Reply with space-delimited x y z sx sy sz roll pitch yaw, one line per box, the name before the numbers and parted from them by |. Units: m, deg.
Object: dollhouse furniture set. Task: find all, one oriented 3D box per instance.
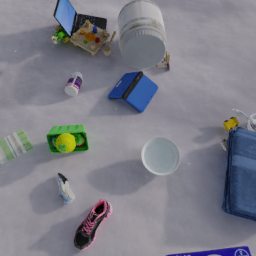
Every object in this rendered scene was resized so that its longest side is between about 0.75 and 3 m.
dollhouse furniture set | 1.399 -2.944 11.814 0.653 0.920 0.729 -5 58 1

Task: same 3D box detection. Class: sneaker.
sneaker | -1.044 2.701 8.041 0.629 0.759 1.591 26 61 15
sneaker | -2.047 1.887 8.829 0.415 0.412 1.145 -40 53 6

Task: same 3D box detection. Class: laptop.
laptop | -2.087 -5.049 12.846 2.295 1.185 2.034 7 56 -8

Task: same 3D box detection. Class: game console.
game console | 0.208 -1.441 11.233 1.345 0.933 1.576 3 48 41

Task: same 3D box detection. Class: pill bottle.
pill bottle | -2.151 -1.790 11.235 0.537 0.537 0.955 10 56 7

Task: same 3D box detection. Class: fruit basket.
fruit basket | -2.017 0.494 9.354 1.432 1.033 1.432 -1 41 1

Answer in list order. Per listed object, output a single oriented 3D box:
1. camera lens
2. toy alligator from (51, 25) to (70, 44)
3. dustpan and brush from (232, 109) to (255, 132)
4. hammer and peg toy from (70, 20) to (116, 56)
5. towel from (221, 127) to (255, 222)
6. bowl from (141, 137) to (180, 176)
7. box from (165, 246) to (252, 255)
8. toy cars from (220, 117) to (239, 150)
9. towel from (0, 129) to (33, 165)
camera lens | 0.574 -4.017 11.878 1.964 1.964 2.455 -2 56 -2
toy alligator | -3.063 -4.153 12.560 0.665 0.726 2.450 -20 26 27
dustpan and brush | 4.579 -0.193 10.151 1.790 0.512 1.249 25 60 16
hammer and peg toy | -1.431 -3.931 12.536 1.889 0.666 1.389 30 66 8
towel | 3.934 1.446 8.856 1.657 0.720 2.968 16 58 2
bowl | 1.026 0.980 9.238 1.291 0.580 1.291 2 70 -4
box | 2.059 4.252 6.674 2.171 1.239 2.361 -5 56 -3
toy cars | 3.571 0.207 9.974 0.673 0.332 1.501 26 60 -15
towel | -4.097 0.680 9.793 1.304 0.200 0.972 -27 62 -20
